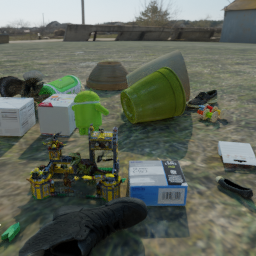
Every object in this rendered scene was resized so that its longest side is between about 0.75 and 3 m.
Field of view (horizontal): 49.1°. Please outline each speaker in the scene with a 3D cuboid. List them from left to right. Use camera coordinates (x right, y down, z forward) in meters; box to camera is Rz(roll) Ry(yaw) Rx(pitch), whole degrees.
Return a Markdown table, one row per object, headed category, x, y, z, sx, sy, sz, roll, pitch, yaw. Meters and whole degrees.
| category | x | y | z | sx | sy | sz | roll | pitch | yaw |
| --- | --- | --- | --- | --- | --- | --- | --- | --- | --- |
| speaker | -3.352 | -1.835 | 13.810 | 1.219 | 1.219 | 2.757 | 7 | 23 | 16 |

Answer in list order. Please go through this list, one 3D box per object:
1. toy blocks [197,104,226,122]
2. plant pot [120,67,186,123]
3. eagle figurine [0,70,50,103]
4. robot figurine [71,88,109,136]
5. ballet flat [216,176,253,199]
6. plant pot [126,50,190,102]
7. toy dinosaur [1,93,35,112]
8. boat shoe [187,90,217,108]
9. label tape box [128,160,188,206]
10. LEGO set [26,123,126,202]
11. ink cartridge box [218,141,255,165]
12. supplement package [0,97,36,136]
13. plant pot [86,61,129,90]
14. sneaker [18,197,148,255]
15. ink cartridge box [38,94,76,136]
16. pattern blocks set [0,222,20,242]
| category | x | y | z | sx | sy | sz | roll | pitch | yaw |
| --- | --- | --- | --- | --- | --- | --- | --- | --- | --- |
| toy blocks | 3.374 | -0.693 | 11.937 | 1.028 | 0.448 | 1.233 | -16 | 27 | -36 |
| plant pot | 0.862 | -1.149 | 11.340 | 2.050 | 2.129 | 2.129 | -21 | 28 | -18 |
| eagle figurine | -4.664 | -1.646 | 12.752 | 1.916 | 1.926 | 2.539 | -37 | 37 | -16 |
| robot figurine | -1.180 | -0.468 | 8.212 | 1.184 | 1.350 | 0.781 | 0 | 6 | 41 |
| ballet flat | 2.627 | 1.413 | 6.913 | 0.333 | 0.285 | 1.002 | -16 | 27 | -35 |
| plant pot | 1.342 | -2.213 | 13.566 | 2.689 | 2.518 | 2.518 | -13 | 22 | 2 |
| toy dinosaur | -5.591 | -0.830 | 11.973 | 2.953 | 0.701 | 1.301 | -16 | 37 | -29 |
| boat shoe | 3.620 | -1.452 | 13.532 | 2.002 | 0.658 | 0.715 | -16 | 27 | -35 |
| label tape box | 0.663 | 1.193 | 7.058 | 1.295 | 0.598 | 1.808 | -1 | 23 | -1 |
| LEGO set | -1.226 | 0.725 | 7.003 | 2.566 | 1.487 | 1.973 | 4 | 22 | 10 |
| ink cartridge box | 3.286 | 0.839 | 8.458 | 0.978 | 0.302 | 1.206 | 4 | 31 | 9 |
| supplement package | -4.671 | -0.456 | 10.442 | 1.930 | 1.070 | 1.503 | 2 | 20 | 1 |
| plant pot | -1.137 | -3.345 | 17.325 | 2.960 | 1.366 | 2.960 | 0 | 21 | 0 |
| sneaker | -0.715 | 1.948 | 5.145 | 2.269 | 0.681 | 1.183 | -6 | 22 | -1 |
| ink cartridge box | -2.531 | -0.555 | 10.658 | 1.147 | 1.141 | 1.578 | 3 | 22 | 7 |
| pattern blocks set | -3.343 | 2.055 | 5.454 | 2.293 | 0.186 | 2.015 | 2 | 22 | 5 |
